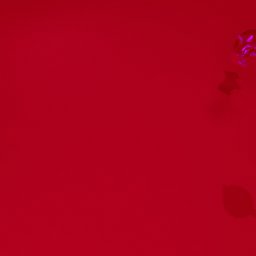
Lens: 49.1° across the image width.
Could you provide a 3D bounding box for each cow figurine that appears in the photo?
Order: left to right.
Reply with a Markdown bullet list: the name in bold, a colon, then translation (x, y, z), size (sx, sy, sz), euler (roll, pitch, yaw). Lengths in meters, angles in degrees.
- **cow figurine**: translation (2.753, -1.865, 6.692), size (0.937, 0.514, 0.922), euler (-35, 31, -3)
